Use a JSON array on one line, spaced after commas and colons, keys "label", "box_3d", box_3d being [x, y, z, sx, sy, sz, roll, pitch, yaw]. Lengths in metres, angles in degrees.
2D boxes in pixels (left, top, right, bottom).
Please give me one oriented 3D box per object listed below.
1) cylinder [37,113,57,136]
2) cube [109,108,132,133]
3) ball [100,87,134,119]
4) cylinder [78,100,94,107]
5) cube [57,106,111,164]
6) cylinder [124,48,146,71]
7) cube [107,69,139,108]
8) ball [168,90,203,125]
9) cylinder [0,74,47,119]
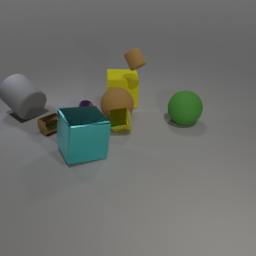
[{"label": "cylinder", "box_3d": [-3.045, -0.152, 10.919, 0.700, 0.700, 0.700, 25, 39, 37]}, {"label": "cube", "box_3d": [-0.270, -0.286, 10.717, 0.700, 0.700, 0.700, -9, 69, 12]}, {"label": "ball", "box_3d": [-0.453, -0.992, 11.672, 1.400, 1.400, 1.400, 0, 30, 0]}, {"label": "cylinder", "box_3d": [-1.815, -0.737, 11.933, 0.700, 0.700, 0.700, -2, 29, -4]}, {"label": "cube", "box_3d": [-1.534, 0.187, 9.443, 1.400, 1.400, 1.400, -6, 30, -27]}, {"label": "cylinder", "box_3d": [0.292, -2.827, 11.564, 0.700, 0.700, 0.700, -24, 1, 0]}, {"label": "cube", "box_3d": [-0.284, -1.861, 13.101, 1.400, 1.400, 1.400, 1, 30, -6]}, {"label": "ball", "box_3d": [2.318, -0.820, 11.377, 1.400, 1.400, 1.400, 0, 30, 0]}, {"label": "cylinder", "box_3d": [-4.414, -1.316, 11.777, 1.400, 1.400, 1.400, 39, 44, 19]}]
